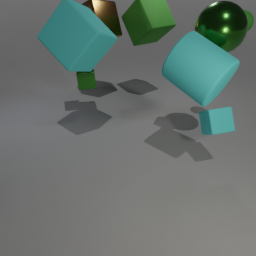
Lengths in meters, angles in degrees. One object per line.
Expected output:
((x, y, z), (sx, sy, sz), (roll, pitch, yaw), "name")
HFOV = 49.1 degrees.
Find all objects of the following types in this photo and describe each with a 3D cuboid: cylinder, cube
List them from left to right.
((-1.438, -2.633, 8.180), (1.400, 1.400, 1.400), (47, 21, 6), "cube")
((-1.680, -1.994, 11.312), (0.700, 0.700, 0.700), (-8, 28, -4), "cube")
((-1.310, -4.282, 11.478), (1.400, 1.400, 1.400), (-6, 11, 42), "cube")
((0.841, -4.444, 11.624), (1.400, 1.400, 1.400), (-22, -2, -34), "cube")
((1.835, -1.506, 7.190), (1.400, 1.400, 1.400), (41, 44, 17), "cylinder")
((2.550, -0.198, 8.088), (0.700, 0.700, 0.700), (-9, 1, -9), "cube")

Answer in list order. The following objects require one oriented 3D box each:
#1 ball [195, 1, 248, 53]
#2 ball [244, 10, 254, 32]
((2.574, -2.767, 7.779), (1.400, 1.400, 1.400), (0, 29, 0), "ball")
((3.514, -3.284, 8.669), (0.700, 0.700, 0.700), (0, 29, 0), "ball")
